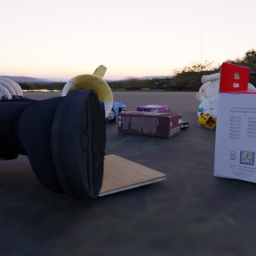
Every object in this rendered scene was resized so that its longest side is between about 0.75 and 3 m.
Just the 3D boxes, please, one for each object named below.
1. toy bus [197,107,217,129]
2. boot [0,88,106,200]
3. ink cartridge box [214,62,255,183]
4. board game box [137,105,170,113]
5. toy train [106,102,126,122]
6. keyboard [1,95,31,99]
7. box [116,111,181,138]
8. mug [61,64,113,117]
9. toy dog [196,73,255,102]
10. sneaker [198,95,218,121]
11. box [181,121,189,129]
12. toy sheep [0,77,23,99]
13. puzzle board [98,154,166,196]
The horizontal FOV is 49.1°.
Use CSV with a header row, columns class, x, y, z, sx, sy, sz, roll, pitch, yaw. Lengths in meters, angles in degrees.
class,x,y,z,sx,sy,sz,roll,pitch,yaw
toy bus,2.316,-0.205,8.437,0.723,0.396,0.766,40,-4,30
boot,-1.545,0.137,3.534,2.482,1.128,2.954,-3,7,-3
ink cartridge box,1.998,-0.183,4.343,0.762,1.596,1.818,6,11,33
board game box,1.284,-0.959,13.793,1.108,0.298,1.846,8,11,23
toy train,-0.585,-0.547,10.037,0.848,0.643,1.484,-12,14,-17
keyboard,-3.420,-0.698,9.399,1.509,0.245,2.374,7,17,-42
box,0.544,-0.121,7.372,1.540,0.577,0.771,4,9,33
mug,-1.349,-0.980,9.501,2.016,1.615,1.655,-32,10,-17
toy dog,4.562,-1.699,13.332,2.707,1.948,2.792,3,6,-18
sneaker,3.609,-0.413,9.040,2.643,1.018,1.082,2,-21,34
box,1.134,-0.086,8.248,0.915,0.225,0.947,-5,9,-40
toy sheep,-5.323,-1.269,11.596,1.775,1.775,2.574,0,21,0
puzzle board,-0.293,0.634,3.962,1.032,0.119,1.369,-7,11,-34
